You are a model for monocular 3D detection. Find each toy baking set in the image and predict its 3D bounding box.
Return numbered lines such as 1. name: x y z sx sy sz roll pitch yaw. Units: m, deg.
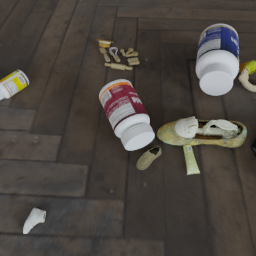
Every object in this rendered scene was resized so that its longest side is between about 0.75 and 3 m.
1. toy baking set: -0.415 -3.132 12.549 1.953 0.227 1.499 8 49 6

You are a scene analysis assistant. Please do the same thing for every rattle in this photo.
1. rattle: 5.473 -1.903 11.499 1.960 1.400 1.276 27 87 2

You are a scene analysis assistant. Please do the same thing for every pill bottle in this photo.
1. pill bottle: -0.035 -0.434 9.234 1.230 1.230 2.154 -19 64 -14
2. pill bottle: -4.641 -1.671 11.030 0.725 0.725 1.327 33 58 23
3. pill bottle: 3.610 -2.738 11.305 1.626 1.626 2.928 10 53 8

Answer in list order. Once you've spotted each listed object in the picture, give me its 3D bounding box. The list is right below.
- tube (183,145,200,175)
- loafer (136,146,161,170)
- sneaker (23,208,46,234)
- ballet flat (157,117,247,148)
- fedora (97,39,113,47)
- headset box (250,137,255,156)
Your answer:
1. tube: 2.040 1.043 9.189 0.267 0.299 1.030 23 45 -34
2. loafer: 0.676 0.934 9.174 0.414 0.368 1.090 36 59 25
3. sneaker: -2.600 2.633 7.876 0.435 0.277 0.753 10 51 12
4. ballet flat: 2.499 0.065 9.470 2.976 1.052 1.052 5 52 4
5. fedora: -1.083 -3.914 12.998 0.794 0.324 0.794 8 18 -3
6. headset box: 5.431 0.815 8.955 2.236 0.863 1.664 -11 52 -7
